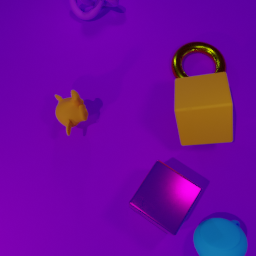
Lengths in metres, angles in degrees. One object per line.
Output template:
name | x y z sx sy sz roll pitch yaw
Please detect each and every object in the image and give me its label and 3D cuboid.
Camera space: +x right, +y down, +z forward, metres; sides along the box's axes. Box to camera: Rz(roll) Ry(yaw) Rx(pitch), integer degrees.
cube | 0.929 1.858 7.399 1.336 1.336 1.336 33 75 11
cube | 2.033 -0.499 7.571 1.361 1.361 1.361 -6 44 16
teapot | 2.282 3.022 7.084 2.065 1.011 1.284 -31 36 -34
monkey head | -1.703 -0.575 8.143 0.908 1.084 1.507 -21 61 -6
knot shape | -1.288 -4.427 9.622 1.595 1.704 0.788 -23 65 25
ring | 2.341 -2.071 9.282 1.823 0.365 1.823 0 71 0
